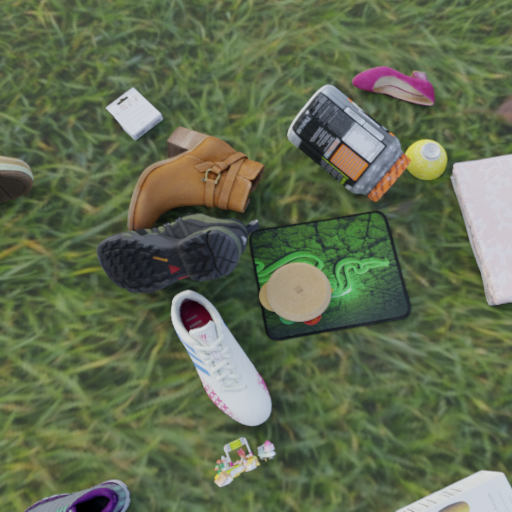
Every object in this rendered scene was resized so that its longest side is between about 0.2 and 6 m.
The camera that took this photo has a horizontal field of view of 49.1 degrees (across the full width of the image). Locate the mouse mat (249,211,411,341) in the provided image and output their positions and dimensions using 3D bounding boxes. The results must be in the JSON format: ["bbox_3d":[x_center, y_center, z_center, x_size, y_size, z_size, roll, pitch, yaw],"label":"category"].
[{"bbox_3d":[1.325,0.315,10.253,2.676,0.101,2.153,-10,71,-3],"label":"mouse mat"}]

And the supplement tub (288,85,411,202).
[{"bbox_3d":[1.714,-2.018,10.264,2.071,1.269,1.269,41,75,2],"label":"supplement tub"}]

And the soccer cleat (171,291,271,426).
[{"bbox_3d":[-0.661,1.672,9.228,0.890,1.100,2.548,-34,74,-11],"label":"soccer cleat"}]

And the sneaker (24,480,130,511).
[{"bbox_3d":[-2.971,3.967,8.537,1.987,0.870,0.739,-23,72,-8],"label":"sneaker"}]

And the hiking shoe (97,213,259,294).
[{"bbox_3d":[-1.394,-0.107,9.840,2.910,1.465,1.102,-2,110,25],"label":"hiking shoe"}]

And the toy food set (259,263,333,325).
[{"bbox_3d":[0.748,0.667,9.904,1.175,0.289,1.187,36,68,21],"label":"toy food set"}]

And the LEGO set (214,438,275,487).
[{"bbox_3d":[-0.339,3.172,8.727,0.613,1.334,0.496,-35,71,35],"label":"LEGO set"}]

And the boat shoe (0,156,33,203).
[{"bbox_3d":[-5.662,-1.649,10.494,2.996,1.073,1.141,-3,58,-1],"label":"boat shoe"}]

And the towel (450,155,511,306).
[{"bbox_3d":[5.270,-0.587,10.374,2.744,0.463,2.873,-8,71,-2],"label":"towel"}]

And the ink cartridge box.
[{"bbox_3d":[-2.462,-2.869,11.322,0.736,0.229,0.915,-42,71,-13],"label":"ink cartridge box"}]

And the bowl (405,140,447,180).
[{"bbox_3d":[3.337,-1.938,10.855,0.827,0.445,0.827,0,71,-1],"label":"bowl"}]

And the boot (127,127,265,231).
[{"bbox_3d":[-1.098,-1.138,10.412,1.897,0.937,2.444,25,64,7],"label":"boot"}]

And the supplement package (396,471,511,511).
[{"bbox_3d":[3.102,4.044,8.494,1.626,0.891,0.925,-22,72,-7],"label":"supplement package"}]

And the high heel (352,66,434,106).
[{"bbox_3d":[2.783,-3.347,11.307,1.630,0.549,0.782,0,59,-14],"label":"high heel"}]
